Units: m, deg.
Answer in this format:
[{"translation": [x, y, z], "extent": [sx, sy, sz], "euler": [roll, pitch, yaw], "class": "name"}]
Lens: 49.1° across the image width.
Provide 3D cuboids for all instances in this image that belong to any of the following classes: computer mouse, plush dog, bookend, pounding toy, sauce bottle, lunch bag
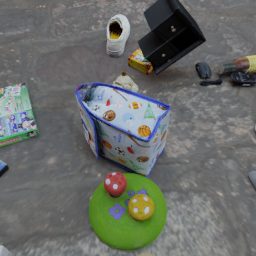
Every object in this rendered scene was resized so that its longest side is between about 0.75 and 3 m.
[{"translation": [3.443, -2.377, 11.775], "extent": [1.029, 0.337, 1.466], "euler": [-1, 52, 0], "class": "computer mouse"}, {"translation": [-0.261, -1.367, 9.374], "extent": [0.987, 0.792, 0.848], "euler": [23, 64, 28], "class": "plush dog"}, {"translation": [1.212, -3.334, 10.096], "extent": [2.302, 2.316, 1.067], "euler": [-31, 61, 26], "class": "bookend"}, {"translation": [-0.055, 2.252, 7.438], "extent": [2.251, 1.353, 2.916], "euler": [7, 51, 6], "class": "pounding toy"}, {"translation": [4.923, -2.624, 11.715], "extent": [2.312, 0.763, 0.763], "euler": [-9, 52, -6], "class": "sauce bottle"}, {"translation": [4.950, -1.783, 11.335], "extent": [1.565, 0.360, 1.099], "euler": [-4, 56, -9], "class": "computer mouse"}, {"translation": [-0.323, 0.025, 8.591], "extent": [2.766, 2.352, 1.713], "euler": [26, 58, 17], "class": "lunch bag"}]

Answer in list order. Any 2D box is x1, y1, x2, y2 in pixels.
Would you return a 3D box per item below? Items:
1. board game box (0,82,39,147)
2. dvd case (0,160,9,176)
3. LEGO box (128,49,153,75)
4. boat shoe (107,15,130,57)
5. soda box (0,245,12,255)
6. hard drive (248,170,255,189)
[{"translation": [-4.397, -0.526, 10.272], "extent": [1.752, 0.379, 2.604], "euler": [-17, 53, -13], "class": "board game box"}, {"translation": [-5.387, 1.311, 8.916], "extent": [2.573, 0.226, 1.836], "euler": [26, 57, 19], "class": "dvd case"}, {"translation": [0.676, -2.875, 12.108], "extent": [1.111, 0.429, 0.828], "euler": [30, 57, 22], "class": "LEGO box"}, {"translation": [-0.507, -4.658, 13.132], "extent": [1.058, 1.042, 2.984], "euler": [6, 52, 5], "class": "boat shoe"}, {"translation": [-3.583, 3.910, 6.531], "extent": [0.759, 0.705, 2.223], "euler": [7, 52, 6], "class": "soda box"}, {"translation": [4.472, 1.861, 8.399], "extent": [1.069, 0.335, 1.585], "euler": [-13, 53, -10], "class": "hard drive"}]
